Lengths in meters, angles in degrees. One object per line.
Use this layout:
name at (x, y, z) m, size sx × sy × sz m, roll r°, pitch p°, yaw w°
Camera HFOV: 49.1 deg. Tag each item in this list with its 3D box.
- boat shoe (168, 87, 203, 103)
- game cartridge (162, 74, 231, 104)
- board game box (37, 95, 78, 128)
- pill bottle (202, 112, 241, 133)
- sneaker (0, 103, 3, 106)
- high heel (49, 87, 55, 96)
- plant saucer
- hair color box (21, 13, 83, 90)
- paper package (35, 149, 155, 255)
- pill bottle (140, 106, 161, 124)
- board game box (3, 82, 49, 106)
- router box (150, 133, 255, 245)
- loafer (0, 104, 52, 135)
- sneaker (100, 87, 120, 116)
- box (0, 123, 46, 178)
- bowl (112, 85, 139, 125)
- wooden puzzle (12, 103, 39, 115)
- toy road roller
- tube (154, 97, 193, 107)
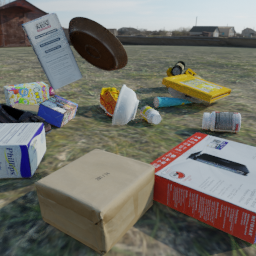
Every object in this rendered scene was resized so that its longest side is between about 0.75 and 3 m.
boat shoe at (3.216, -1.902, 14.852) m, size 2.116 × 0.782 × 0.902 m, roll 19°, pitch 28°, yaw 36°
game cartridge at (3.461, -2.084, 14.088) m, size 2.734 × 0.443 × 2.410 m, roll 30°, pitch 31°, yaw 31°
board game box at (-2.854, -0.697, 11.415) m, size 1.079 × 0.655 × 1.353 m, roll 24°, pitch 24°, yaw 5°
pill bottle at (3.491, -0.235, 10.528) m, size 1.303 × 0.742 × 0.742 m, roll 5°, pitch 21°, yaw 10°
sneaker at (-5.940, -1.020, 13.191) m, size 0.341 × 0.316 × 0.847 m, roll -18°, pitch 27°, yaw -38°
high heel at (-4.522, -2.108, 15.961) m, size 0.540 × 0.379 × 1.125 m, roll 1°, pitch 31°, yaw -27°
plant saucer at (-1.278, -3.121, 10.991) m, size 2.722 × 2.722 × 0.469 m, roll 18°, pitch 69°, yaw 39°
hair color box at (-2.841, -2.883, 10.657) m, size 1.276 × 2.552 × 0.772 m, roll -27°, pitch 30°, yaw -13°
paper package at (-0.622, 1.382, 5.961) m, size 1.848 × 1.003 × 1.938 m, roll 14°, pitch 26°, yaw 32°
pill bottle at (0.945, -0.512, 11.527) m, size 0.566 × 0.566 × 1.018 m, roll -8°, pitch 23°, yaw -20°
board game box at (-4.956, -1.616, 13.783) m, size 1.891 × 0.992 × 0.974 m, roll -15°, pitch 26°, yaw -31°
router box at (2.235, 1.157, 6.915) m, size 2.661 × 0.724 × 2.965 m, roll 16°, pitch 26°, yaw 35°
loafer at (-4.027, -0.322, 10.659) m, size 2.589 × 0.815 × 0.931 m, roll 12°, pitch 24°, yaw 28°
sneaker at (-0.643, -1.197, 12.616) m, size 1.031 × 1.090 × 2.826 m, roll -10°, pitch 25°, yaw -27°
box at (-3.509, 0.600, 7.972) m, size 1.928 × 1.012 × 1.773 m, roll -1°, pitch 20°, yaw -2°
bowl at (-0.022, -0.536, 7.357) m, size 0.508 × 1.129 × 1.129 m, roll 16°, pitch 22°, yaw 3°
wooden puzzle at (-4.385, -0.719, 12.342) m, size 2.914 × 0.341 × 1.966 m, roll 7°, pitch 17°, yaw 7°
toy road roller at (3.261, -2.902, 17.089) m, size 2.152 × 1.571 × 1.322 m, roll 39°, pitch 35°, yaw -1°
tube at (2.212, -1.311, 13.820) m, size 1.954 × 0.492 × 0.757 m, roll -5°, pitch 25°, yaw -26°
